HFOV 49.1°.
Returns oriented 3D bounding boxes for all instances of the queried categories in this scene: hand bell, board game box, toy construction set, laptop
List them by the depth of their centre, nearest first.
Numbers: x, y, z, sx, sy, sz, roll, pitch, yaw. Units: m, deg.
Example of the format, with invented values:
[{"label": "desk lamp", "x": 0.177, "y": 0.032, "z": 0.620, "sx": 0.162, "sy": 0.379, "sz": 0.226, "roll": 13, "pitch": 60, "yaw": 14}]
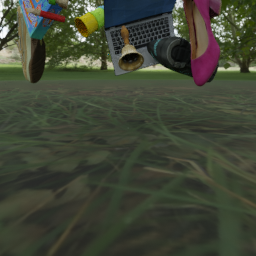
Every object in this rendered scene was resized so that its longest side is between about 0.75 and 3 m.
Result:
[{"label": "toy construction set", "x": -1.891, "y": -3.320, "z": 6.042, "sx": 1.388, "sy": 1.806, "sz": 1.506, "roll": 10, "pitch": -9, "yaw": -11}, {"label": "hand bell", "x": -0.027, "y": -1.968, "z": 6.557, "sx": 0.597, "sy": 1.147, "sz": 0.597, "roll": -9, "pitch": -28, "yaw": -5}, {"label": "laptop", "x": 0.519, "y": -2.785, "z": 8.225, "sx": 2.204, "sy": 2.354, "sz": 1.364, "roll": -17, "pitch": 27, "yaw": -6}, {"label": "board game box", "x": -2.505, "y": -3.822, "z": 8.263, "sx": 0.432, "sy": 1.462, "sz": 1.922, "roll": -6, "pitch": -22, "yaw": -46}]

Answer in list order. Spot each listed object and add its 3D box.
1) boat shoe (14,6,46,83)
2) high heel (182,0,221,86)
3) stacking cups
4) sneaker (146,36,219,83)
[{"label": "boat shoe", "x": -3.858, "y": -3.204, "z": 10.833, "sx": 1.091, "sy": 2.865, "sz": 1.027, "roll": 15, "pitch": 22, "yaw": 10}, {"label": "high heel", "x": 1.665, "y": -2.403, "z": 7.141, "sx": 1.249, "sy": 2.599, "sz": 0.876, "roll": 15, "pitch": -16, "yaw": -27}, {"label": "stacking cups", "x": -0.707, "y": -4.139, "z": 9.992, "sx": 2.478, "sy": 0.750, "sz": 0.750, "roll": -39, "pitch": 29, "yaw": -21}, {"label": "sneaker", "x": 1.830, "y": -2.238, "z": 8.863, "sx": 2.945, "sy": 1.111, "sz": 1.167, "roll": 11, "pitch": 11, "yaw": -43}]
